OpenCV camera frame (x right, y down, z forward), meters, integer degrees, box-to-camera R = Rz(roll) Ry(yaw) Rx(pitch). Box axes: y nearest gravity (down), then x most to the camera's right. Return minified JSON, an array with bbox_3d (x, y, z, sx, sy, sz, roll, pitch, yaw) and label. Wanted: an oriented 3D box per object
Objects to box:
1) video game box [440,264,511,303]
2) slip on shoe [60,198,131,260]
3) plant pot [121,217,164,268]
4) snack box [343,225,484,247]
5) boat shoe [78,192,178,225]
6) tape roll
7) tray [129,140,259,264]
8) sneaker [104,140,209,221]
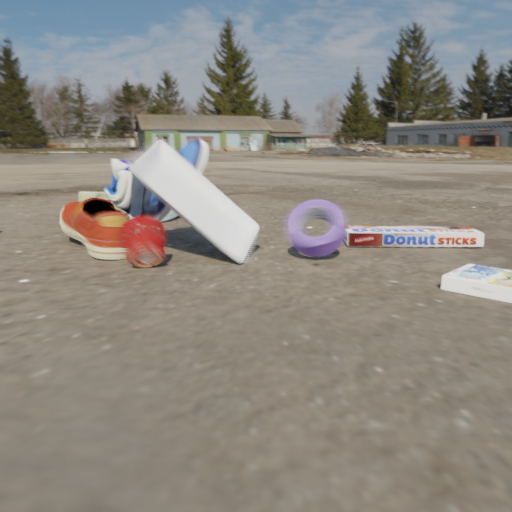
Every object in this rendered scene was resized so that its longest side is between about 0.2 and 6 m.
[{"bbox_3d":[3.768,0.425,8.975,1.222,0.286,1.113,11,19,41],"label":"video game box"},{"bbox_3d":[-3.511,-0.809,12.360,1.250,1.032,3.374,-3,16,-30],"label":"slip on shoe"},{"bbox_3d":[-2.095,-0.231,10.427,0.793,0.793,0.722,-3,53,-13],"label":"plant pot"},{"bbox_3d":[3.503,-0.449,12.755,2.976,0.362,1.070,0,12,2],"label":"snack box"},{"bbox_3d":[-3.427,-1.421,15.623,1.209,1.041,3.357,9,15,37],"label":"boat shoe"},{"bbox_3d":[1.194,-0.552,11.084,1.074,1.074,0.456,3,-28,14],"label":"tape roll"},{"bbox_3d":[-1.191,-1.034,11.036,0.305,2.747,1.475,-41,13,35],"label":"tray"},{"bbox_3d":[-2.221,-1.830,11.950,1.631,2.228,0.898,28,19,-41],"label":"sneaker"}]
